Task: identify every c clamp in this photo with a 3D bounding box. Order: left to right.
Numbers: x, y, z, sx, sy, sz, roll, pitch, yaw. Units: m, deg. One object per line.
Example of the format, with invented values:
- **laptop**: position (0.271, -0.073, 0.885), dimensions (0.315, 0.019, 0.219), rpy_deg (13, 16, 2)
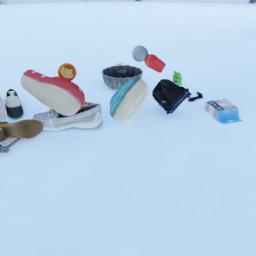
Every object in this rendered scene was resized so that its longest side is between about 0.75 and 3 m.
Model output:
- **c clamp**: position (-4.424, 0.553, 7.606), dimensions (2.371, 0.321, 2.026), rpy_deg (6, 21, 5)

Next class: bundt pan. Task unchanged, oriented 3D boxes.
- **bundt pan**: position (-0.245, -2.114, 11.997), dimensions (1.791, 0.672, 1.791), rpy_deg (1, 29, 0)

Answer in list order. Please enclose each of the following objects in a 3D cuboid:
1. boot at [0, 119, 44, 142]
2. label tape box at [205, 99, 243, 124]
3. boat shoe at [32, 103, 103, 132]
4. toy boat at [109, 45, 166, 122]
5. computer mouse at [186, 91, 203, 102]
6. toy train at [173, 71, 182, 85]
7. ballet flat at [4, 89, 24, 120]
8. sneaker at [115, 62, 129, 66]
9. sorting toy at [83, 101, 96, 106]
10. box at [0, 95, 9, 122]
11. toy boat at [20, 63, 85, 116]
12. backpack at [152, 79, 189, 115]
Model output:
- **boot**: position (-3.477, -0.011, 8.366), dimensions (1.595, 0.588, 1.234), rpy_deg (-12, 16, -37)
- **label tape box**: position (3.292, -0.586, 9.608), dimensions (0.823, 0.380, 1.149), rpy_deg (-8, 29, -14)
- **boat shoe**: position (-1.937, -0.391, 8.884), dimensions (2.266, 0.727, 0.835), rpy_deg (-1, 29, 3)
- **toy boat**: position (0.174, -1.403, 9.058), dimensions (1.118, 2.406, 2.022), rpy_deg (34, 25, 3)
- **computer mouse**: position (2.410, -1.455, 11.222), dimensions (0.875, 0.287, 1.246), rpy_deg (-17, 34, -26)
- **toy train**: position (2.224, -2.244, 12.633), dimensions (0.402, 0.297, 1.424), rpy_deg (13, 31, 3)
- **ballet flat**: position (-4.119, -0.916, 9.942), dimensions (0.611, 0.614, 1.796), rpy_deg (-12, 32, -23)
- **sneaker**: position (-0.260, -2.835, 13.592), dimensions (0.537, 0.464, 1.226), rpy_deg (-30, 33, -23)
- **sorting toy**: position (-1.432, -0.831, 10.293), dimensions (0.814, 0.120, 0.602), rpy_deg (13, 32, 22)
- **box**: position (-5.209, -0.825, 9.559), dimensions (1.607, 0.828, 2.755), rpy_deg (-18, 35, -28)
- **toy boat**: position (-2.055, -1.322, 8.316), dimensions (2.173, 1.418, 1.420), rpy_deg (26, 76, 40)
- **backpack**: position (1.413, -1.147, 9.705), dimensions (1.063, 1.115, 0.859), rpy_deg (44, 4, 15)
